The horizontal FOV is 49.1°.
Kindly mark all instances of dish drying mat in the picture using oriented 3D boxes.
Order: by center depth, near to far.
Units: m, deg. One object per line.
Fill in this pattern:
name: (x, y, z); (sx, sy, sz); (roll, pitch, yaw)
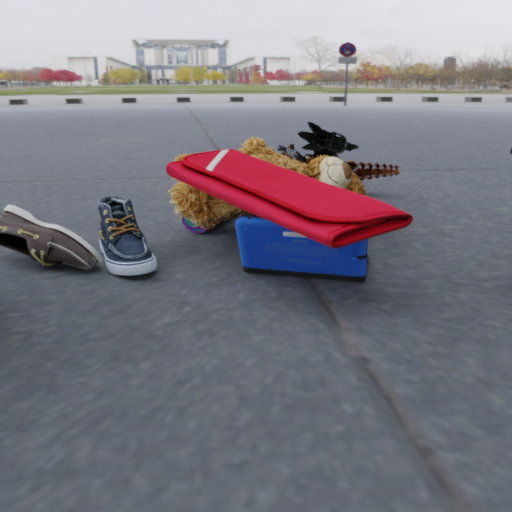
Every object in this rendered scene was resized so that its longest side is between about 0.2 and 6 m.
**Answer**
dish drying mat: (0.246, -0.973, 8.015); (1.474, 0.349, 3.839); (-15, 28, -34)

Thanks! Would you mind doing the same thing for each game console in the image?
game console: (0.757, -0.247, 8.374); (1.847, 1.576, 1.093); (4, 45, 13)

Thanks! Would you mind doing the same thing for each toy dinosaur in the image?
toy dinosaur: (1.490, -2.112, 13.249); (3.521, 1.799, 2.390); (-21, 2, 2)

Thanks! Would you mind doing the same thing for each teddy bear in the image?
teddy bear: (0.258, -1.256, 10.022); (3.728, 1.245, 2.703); (11, 32, 2)

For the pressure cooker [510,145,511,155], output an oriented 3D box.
pressure cooker: (5.003, -0.773, 6.669); (3.187, 3.138, 3.568); (-26, 21, -5)

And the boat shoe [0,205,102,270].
boat shoe: (-3.309, -0.170, 8.698); (2.031, 0.730, 0.604); (23, 59, 20)

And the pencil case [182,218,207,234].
pencil case: (-0.879, -0.873, 10.872); (0.634, 0.584, 1.372); (-32, 4, 30)

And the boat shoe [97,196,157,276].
boat shoe: (-2.123, -0.353, 8.809); (0.710, 0.911, 2.007); (-11, 21, -25)
